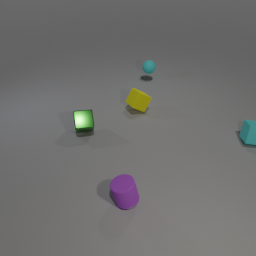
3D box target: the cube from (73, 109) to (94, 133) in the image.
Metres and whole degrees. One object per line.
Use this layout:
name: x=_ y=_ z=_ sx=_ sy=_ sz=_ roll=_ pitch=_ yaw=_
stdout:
cube: x=-1.677 y=-0.241 z=10.615 sx=0.700 sy=0.700 sz=0.700 roll=-6 pitch=77 yaw=-11

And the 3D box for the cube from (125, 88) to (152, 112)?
cube: x=0.450 y=-1.206 z=12.037 sx=0.700 sy=0.700 sz=0.700 roll=17 pitch=17 yaw=-37

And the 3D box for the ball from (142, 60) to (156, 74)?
ball: x=1.098 y=-3.175 z=14.594 sx=0.700 sy=0.700 sz=0.700 roll=0 pitch=34 yaw=0

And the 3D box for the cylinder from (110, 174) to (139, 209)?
cylinder: x=-0.088 y=1.778 z=7.831 sx=0.700 sy=0.700 sz=0.700 roll=-11 pitch=34 yaw=7

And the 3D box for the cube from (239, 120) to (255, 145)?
cube: x=4.588 y=0.169 z=10.187 sx=0.700 sy=0.700 sz=0.700 roll=8 pitch=21 yaw=0
